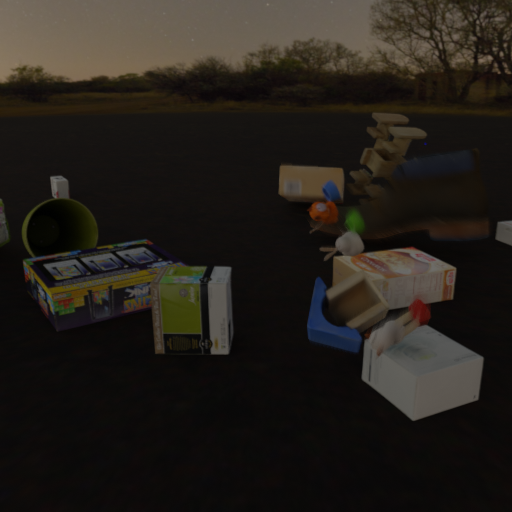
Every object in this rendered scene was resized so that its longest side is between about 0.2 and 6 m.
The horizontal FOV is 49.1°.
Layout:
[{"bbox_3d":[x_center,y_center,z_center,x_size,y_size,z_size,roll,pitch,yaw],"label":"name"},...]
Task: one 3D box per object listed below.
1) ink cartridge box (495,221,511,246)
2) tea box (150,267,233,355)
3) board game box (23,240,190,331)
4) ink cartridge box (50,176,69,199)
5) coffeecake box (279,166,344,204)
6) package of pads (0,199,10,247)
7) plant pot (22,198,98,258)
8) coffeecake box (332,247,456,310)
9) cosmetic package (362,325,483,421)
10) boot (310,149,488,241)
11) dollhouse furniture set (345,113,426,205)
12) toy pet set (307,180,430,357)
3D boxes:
[{"bbox_3d":[5.361,-0.449,11.113,0.934,0.395,0.675,-4,19,-18],"label":"ink cartridge box"},{"bbox_3d":[-0.768,0.658,6.862,0.921,0.936,0.625,1,18,2],"label":"tea box"},{"bbox_3d":[-2.227,0.357,8.392,2.026,0.574,1.674,-11,23,-31],"label":"board game box"},{"bbox_3d":[-5.253,-1.804,14.996,0.316,0.551,0.759,-11,21,-29],"label":"ink cartridge box"},{"bbox_3d":[1.389,-1.699,13.601,1.440,0.685,1.876,4,2,10],"label":"coffeecake box"},{"bbox_3d":[-5.847,-0.263,9.672,2.161,0.954,2.797,0,19,5],"label":"package of pads"},{"bbox_3d":[-3.665,-0.413,10.027,1.228,1.228,1.313,-13,11,-34],"label":"plant pot"},{"bbox_3d":[2.068,0.333,8.512,1.453,0.531,1.115,-7,19,-19],"label":"coffeecake box"},{"bbox_3d":[1.729,1.193,5.895,0.865,0.534,0.868,-9,22,-24],"label":"cosmetic package"},{"bbox_3d":[2.654,-1.176,10.676,3.337,1.617,1.247,2,12,21],"label":"boot"},{"bbox_3d":[3.554,-1.931,13.174,1.554,2.050,2.339,-4,41,-25],"label":"dollhouse furniture set"},{"bbox_3d":[0.864,0.375,6.008,0.899,1.581,1.693,-30,68,-6],"label":"toy pet set"}]
